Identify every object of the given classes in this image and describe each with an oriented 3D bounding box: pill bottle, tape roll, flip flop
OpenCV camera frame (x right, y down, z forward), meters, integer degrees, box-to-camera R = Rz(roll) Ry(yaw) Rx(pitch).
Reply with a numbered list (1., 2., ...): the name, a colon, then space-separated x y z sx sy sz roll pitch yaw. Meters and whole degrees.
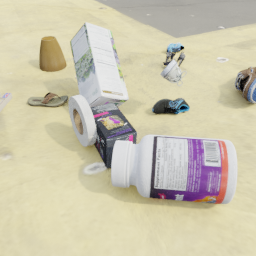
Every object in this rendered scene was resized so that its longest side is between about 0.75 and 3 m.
1. pill bottle: 1.039 0.957 6.794 2.764 1.540 1.540 4 36 6
2. tape roll: -1.362 -0.208 8.308 0.285 1.559 1.559 -18 40 -25
3. flip flop: -3.032 -1.117 10.563 1.537 0.442 0.623 1 36 2

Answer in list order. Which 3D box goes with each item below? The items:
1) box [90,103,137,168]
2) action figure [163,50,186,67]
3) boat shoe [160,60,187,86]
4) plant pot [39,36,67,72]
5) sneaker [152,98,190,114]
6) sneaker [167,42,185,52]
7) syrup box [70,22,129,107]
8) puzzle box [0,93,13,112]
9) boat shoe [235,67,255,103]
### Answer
1. box: -0.504 0.160 8.265 0.931 1.073 1.755 -13 39 -20
2. action figure: 2.191 -3.265 13.230 0.940 0.807 1.582 19 37 8
3. boat shoe: 1.466 -1.634 8.694 0.702 0.608 1.647 44 14 3
4. plant pot: -3.605 -3.511 13.065 1.283 1.377 1.283 -1 36 1
5. sneaker: 1.546 -0.749 10.003 1.404 0.514 0.575 -14 38 -18
6. sneaker: 2.539 -4.243 14.847 1.184 0.464 0.533 -25 46 -30
7. syrup box: -1.050 -2.050 9.795 1.194 1.155 2.933 3 65 -41
8. puzzle box: -5.204 -0.804 10.320 1.183 0.226 1.778 4 36 4
9. boat shoe: 4.830 -1.758 11.075 1.068 1.066 2.950 16 29 29
